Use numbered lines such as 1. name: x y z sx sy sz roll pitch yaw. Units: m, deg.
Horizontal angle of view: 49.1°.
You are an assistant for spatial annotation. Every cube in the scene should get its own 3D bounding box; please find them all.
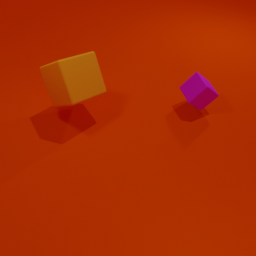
1. cube: -1.539 -1.351 7.886 1.188 1.188 1.188 -27 18 -36
2. cube: 2.149 -1.105 8.492 0.719 0.719 0.719 23 35 -42
